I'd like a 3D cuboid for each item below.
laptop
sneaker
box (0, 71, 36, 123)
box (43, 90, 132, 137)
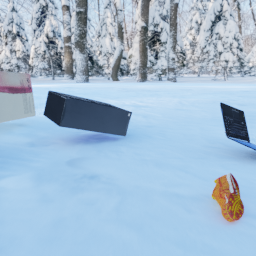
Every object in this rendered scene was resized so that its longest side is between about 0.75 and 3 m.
[{"bbox_3d":[2.338,0.024,5.381,0.975,1.100,0.568,12,-23,-42],"label":"laptop"},{"bbox_3d":[1.148,0.842,3.286,0.323,0.305,0.837,-35,4,24],"label":"sneaker"},{"bbox_3d":[-3.927,-0.804,7.655,1.616,1.377,2.527,-4,7,10],"label":"box"},{"bbox_3d":[-0.950,-0.337,6.586,1.688,0.666,1.191,10,6,-35],"label":"box"}]
